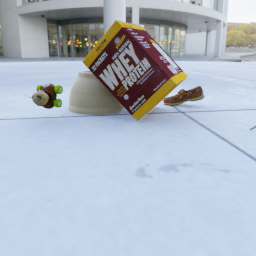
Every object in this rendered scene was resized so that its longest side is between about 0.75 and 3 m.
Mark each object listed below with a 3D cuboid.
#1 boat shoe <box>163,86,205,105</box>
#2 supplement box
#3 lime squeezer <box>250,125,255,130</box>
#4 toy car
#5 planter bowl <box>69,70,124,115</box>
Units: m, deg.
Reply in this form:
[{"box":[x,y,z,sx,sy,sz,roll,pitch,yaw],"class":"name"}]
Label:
[{"box":[2.360,-1.408,12.038,1.757,0.593,0.632,-10,21,18],"class":"boat shoe"},{"box":[0.403,-2.149,10.270,2.795,1.856,2.757,47,25,2],"class":"supplement box"},{"box":[3.883,-0.553,7.710,0.592,1.676,0.316,23,31,26],"class":"lime squeezer"},{"box":[-2.932,-1.114,9.488,0.948,0.911,1.154,4,3,22],"class":"toy car"},{"box":[-1.277,-1.539,11.317,2.275,1.531,2.275,1,16,0],"class":"planter bowl"}]
